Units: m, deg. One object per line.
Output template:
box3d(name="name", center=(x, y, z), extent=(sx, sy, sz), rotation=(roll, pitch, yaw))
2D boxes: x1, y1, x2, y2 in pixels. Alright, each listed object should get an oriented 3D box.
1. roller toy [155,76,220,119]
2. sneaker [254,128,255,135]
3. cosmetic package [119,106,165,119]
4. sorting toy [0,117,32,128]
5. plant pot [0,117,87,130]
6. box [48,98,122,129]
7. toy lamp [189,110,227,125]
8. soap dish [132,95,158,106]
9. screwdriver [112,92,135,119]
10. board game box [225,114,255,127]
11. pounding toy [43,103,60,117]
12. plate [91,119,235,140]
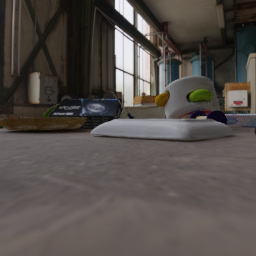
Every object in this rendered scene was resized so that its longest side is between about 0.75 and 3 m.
box3d(name="roller toy", center=(2.604, -1.134, 11.904), extent=(2.411, 1.685, 2.199), rotation=(-22, -25, 34))
box3d(name="sneaker", center=(2.433, 0.024, 4.861), extent=(0.494, 0.452, 1.178), rotation=(4, 1, 6))
box3d(name="cosmetic package", center=(0.500, -0.619, 14.794), extent=(2.807, 1.026, 1.453), rotation=(0, 2, -1))
box3d(name="sorting toy", center=(-4.411, -0.258, 12.354), extent=(1.391, 0.488, 2.885), rotation=(1, 2, 29))
box3d(name="plant pot", center=(-2.761, -0.131, 9.239), extent=(2.778, 0.382, 2.778), rotation=(-1, 1, 0))
box3d(name="box", center=(-1.654, -0.630, 11.516), extent=(2.612, 0.569, 2.092), rotation=(1, 24, 7))
box3d(name="toy lamp", center=(2.671, -0.260, 9.779), extent=(0.746, 0.746, 2.564), rotation=(0, 4, -1))
box3d(name="soap dish", center=(0.959, -1.414, 14.654), extent=(1.097, 0.566, 1.394), rotation=(-1, 3, -17))
box3d(name="screwdriver", center=(-0.057, -0.629, 9.897), extent=(0.247, 1.699, 0.237), rotation=(-14, 29, 35))
box3d(name="board game box", center=(5.947, -0.385, 13.903), extent=(2.817, 0.611, 2.804), rotation=(1, 2, 19))
box3d(name="pounding toy", center=(-3.866, -0.499, 15.858), extent=(2.295, 1.065, 1.772), rotation=(-35, -8, 36))
box3d(name="plate", center=(0.854, -0.017, 6.604), extent=(2.545, 0.412, 2.550), rotation=(3, 3, 39))
